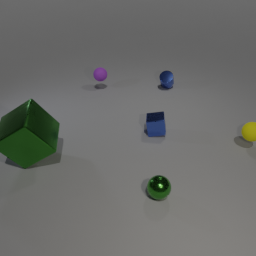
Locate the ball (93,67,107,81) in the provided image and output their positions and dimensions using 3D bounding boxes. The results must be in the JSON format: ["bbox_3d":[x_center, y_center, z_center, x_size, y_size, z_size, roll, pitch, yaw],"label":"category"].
[{"bbox_3d":[-1.396,-2.702,14.133,0.700,0.700,0.700,0,32,0],"label":"ball"}]

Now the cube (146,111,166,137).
[{"bbox_3d":[1.100,-0.151,10.933,0.700,0.700,0.700,-6,32,9],"label":"cube"}]

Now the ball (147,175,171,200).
[{"bbox_3d":[0.897,1.712,8.088,0.700,0.700,0.700,0,32,0],"label":"ball"}]

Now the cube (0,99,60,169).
[{"bbox_3d":[-3.264,0.198,9.151,1.400,1.400,1.400,-28,40,17],"label":"cube"}]

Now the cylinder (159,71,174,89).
[{"bbox_3d":[2.005,-2.486,14.454,0.700,0.700,0.700,-4,69,11],"label":"cylinder"}]

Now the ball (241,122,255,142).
[{"bbox_3d":[4.414,0.133,9.967,0.700,0.700,0.700,0,32,0],"label":"ball"}]
